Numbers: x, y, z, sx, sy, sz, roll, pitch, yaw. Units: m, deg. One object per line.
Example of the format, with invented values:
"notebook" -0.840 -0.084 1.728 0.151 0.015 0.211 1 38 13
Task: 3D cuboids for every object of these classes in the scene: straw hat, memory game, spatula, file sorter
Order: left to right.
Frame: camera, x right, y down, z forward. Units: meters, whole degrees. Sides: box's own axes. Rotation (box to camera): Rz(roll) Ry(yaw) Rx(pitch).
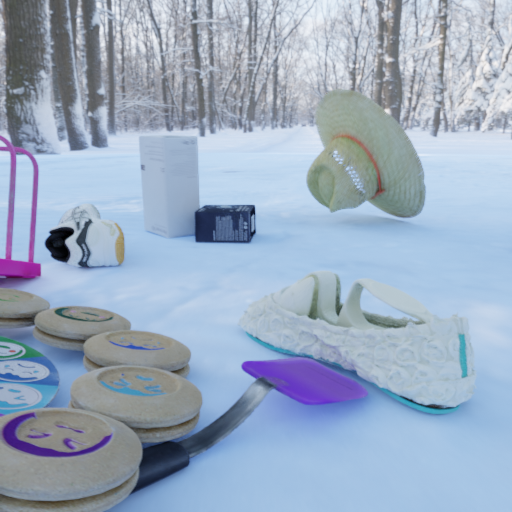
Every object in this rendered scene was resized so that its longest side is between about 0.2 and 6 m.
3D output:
"memory game" -2.308 0.605 3.368 4.046 0.258 4.046 9 7 -1
"file sorter" -3.663 -0.649 5.782 1.906 1.720 2.743 0 -4 0
"spatula" -0.274 1.000 3.240 2.525 0.259 0.714 -15 24 -42
"straw hat" 1.706 -1.556 10.827 1.337 3.159 3.159 -41 25 -12

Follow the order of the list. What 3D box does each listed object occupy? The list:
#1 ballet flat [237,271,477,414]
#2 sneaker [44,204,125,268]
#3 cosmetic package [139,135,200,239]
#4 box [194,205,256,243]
"ballet flat" 0.721 0.500 4.448 0.816 0.816 2.274 -10 16 -39
"sneaker" -2.633 -0.313 8.028 0.879 0.758 2.004 -9 15 -33
"cosmetic package" -1.530 -1.254 9.942 0.707 1.743 0.984 -10 15 -36
"box" -0.512 -0.562 9.610 0.939 0.551 0.924 0 12 6
